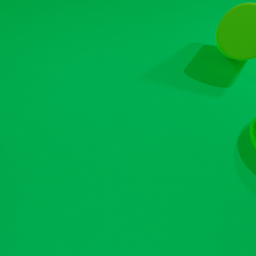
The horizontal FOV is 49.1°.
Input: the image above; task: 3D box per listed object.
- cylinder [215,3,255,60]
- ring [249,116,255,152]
[{"bbox_3d":[3.129,-2.580,7.670,1.385,1.385,1.385,16,18,11],"label":"cylinder"},{"bbox_3d":[3.827,0.318,6.438,2.048,0.410,2.048,3,51,-4],"label":"ring"}]
